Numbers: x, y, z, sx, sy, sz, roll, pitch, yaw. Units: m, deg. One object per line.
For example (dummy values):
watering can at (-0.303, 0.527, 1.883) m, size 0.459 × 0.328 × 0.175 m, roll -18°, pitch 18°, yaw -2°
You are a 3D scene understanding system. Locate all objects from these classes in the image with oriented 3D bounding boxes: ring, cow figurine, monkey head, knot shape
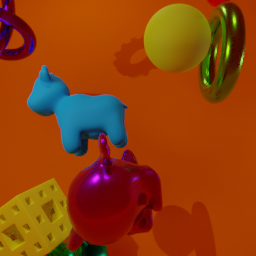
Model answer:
ring at (1.464, -1.182, 4.522) m, size 0.315 × 1.577 × 1.577 m, roll 4°, pitch 56°, yaw 0°
cow figurine at (-0.846, -0.356, 4.839) m, size 1.658 × 0.910 × 1.631 m, roll -12°, pitch 78°, yaw 3°
monkey head at (-0.228, 0.729, 3.380) m, size 1.030 × 1.709 × 1.230 m, roll 8°, pitch 31°, yaw -20°
cow figurine at (-0.809, 1.952, 4.230) m, size 1.232 × 0.676 × 1.212 m, roll 8°, pitch 88°, yaw 47°
knot shape at (-2.021, -1.517, 4.390) m, size 0.604 × 1.222 × 1.306 m, roll 30°, pitch 81°, yaw 38°

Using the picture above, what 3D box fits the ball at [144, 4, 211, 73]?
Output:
ball at (0.797, -1.442, 4.570) m, size 1.072 × 1.072 × 1.072 m, roll 0°, pitch 56°, yaw 0°

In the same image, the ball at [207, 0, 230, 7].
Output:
ball at (2.626, -3.891, 8.051) m, size 0.782 × 0.782 × 0.782 m, roll 0°, pitch 56°, yaw 0°

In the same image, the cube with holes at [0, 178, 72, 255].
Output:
cube with holes at (-1.480, 1.496, 4.377) m, size 0.893 × 0.893 × 0.893 m, roll -36°, pitch 84°, yaw 20°
